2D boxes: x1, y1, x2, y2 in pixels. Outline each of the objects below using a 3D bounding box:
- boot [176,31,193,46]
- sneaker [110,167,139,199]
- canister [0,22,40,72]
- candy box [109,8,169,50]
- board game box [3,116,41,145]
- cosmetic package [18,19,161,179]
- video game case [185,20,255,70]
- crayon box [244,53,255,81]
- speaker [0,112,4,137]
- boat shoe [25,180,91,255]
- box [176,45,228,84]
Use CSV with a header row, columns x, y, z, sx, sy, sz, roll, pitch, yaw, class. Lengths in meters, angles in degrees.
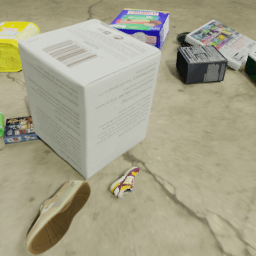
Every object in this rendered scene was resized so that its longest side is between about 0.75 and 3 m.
x,y,z,sx,sy,sz,roll,pitch,yaw,class
2.974,-3.867,12.686,1.654,0.597,1.249,8,42,11,boot
0.023,1.279,6.481,0.409,0.341,0.909,36,56,26,sneaker
-4.970,-3.505,11.751,2.067,1.205,2.784,1,37,1,canister
0.594,-4.709,13.314,2.403,1.095,2.842,8,38,12,candy box
-2.830,-0.004,8.114,1.363,0.236,0.923,-9,40,-11,board game box
-0.919,-0.780,6.874,2.276,2.720,2.262,35,49,27,cosmetic package
4.171,-3.703,12.189,2.537,0.320,2.784,37,49,17,video game case
5.714,-1.784,9.933,1.855,0.742,2.923,-5,38,-7,crayon box
-3.805,-0.119,8.138,0.402,0.402,0.908,-13,40,-15,speaker
-1.467,1.729,5.692,0.576,0.639,1.773,7,38,30,boat shoe
2.716,-2.420,10.595,1.467,0.911,1.479,-5,39,-6,box
